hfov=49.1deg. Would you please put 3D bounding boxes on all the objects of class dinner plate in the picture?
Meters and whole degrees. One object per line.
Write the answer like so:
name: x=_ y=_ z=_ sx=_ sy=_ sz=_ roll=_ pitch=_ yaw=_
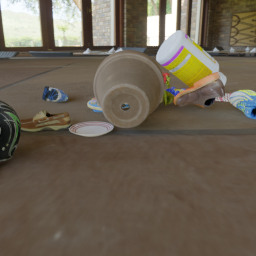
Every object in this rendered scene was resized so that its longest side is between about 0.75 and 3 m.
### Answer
dinner plate: x=-1.052 y=0.045 z=8.113 sx=1.268 sy=0.154 sz=1.268 roll=1 pitch=17 yaw=0

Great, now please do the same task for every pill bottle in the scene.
pill bottle: x=2.542 y=-2.420 z=10.966 sx=2.746 sy=1.432 sz=1.432 roll=34 pitch=8 yaw=-20

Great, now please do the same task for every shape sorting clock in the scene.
shape sorting clock: x=-0.116 y=-1.102 z=11.008 sx=2.950 sy=0.579 sz=2.950 roll=0 pitch=17 yaw=0

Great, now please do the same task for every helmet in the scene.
helmet: x=-2.978 y=-0.004 z=5.984 sx=1.373 sy=1.309 sz=1.373 roll=3 pitch=4 yaw=0

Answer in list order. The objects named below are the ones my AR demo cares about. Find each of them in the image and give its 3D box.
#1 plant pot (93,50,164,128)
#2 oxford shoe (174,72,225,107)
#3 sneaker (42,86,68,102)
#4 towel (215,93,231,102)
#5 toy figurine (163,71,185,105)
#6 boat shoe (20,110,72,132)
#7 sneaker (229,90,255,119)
plant pot: x=-0.039 y=-0.981 z=8.211 sx=2.254 sy=2.254 sz=1.966 roll=1 pitch=27 yaw=4
oxford shoe: x=2.482 y=-1.085 z=10.079 sx=0.907 sy=0.928 sz=2.544 roll=-25 pitch=-3 yaw=-21
sneaker: x=-3.197 y=-1.401 z=12.126 sx=0.664 sy=0.652 sz=1.723 roll=11 pitch=9 yaw=-39
towel: x=4.443 y=-1.396 z=12.500 sx=1.609 sy=0.241 sz=1.177 roll=5 pitch=19 yaw=16
toy figurine: x=2.071 y=-1.572 z=11.635 sx=1.344 sy=1.183 sz=2.243 roll=11 pitch=18 yaw=-4
boat shoe: x=-2.478 y=-0.247 z=8.309 sx=1.571 sy=0.580 sz=0.594 roll=-2 pitch=18 yaw=-7
sneaker: x=4.279 y=-0.838 z=9.839 sx=1.096 sy=0.790 sz=2.086 roll=-13 pitch=22 yaw=-33
